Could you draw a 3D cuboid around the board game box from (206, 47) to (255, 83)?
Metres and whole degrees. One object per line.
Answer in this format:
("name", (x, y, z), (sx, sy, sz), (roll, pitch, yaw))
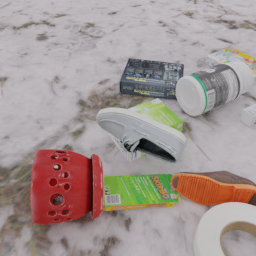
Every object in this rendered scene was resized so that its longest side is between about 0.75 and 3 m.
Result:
("board game box", (5.644, -3.225, 14.311), (1.837, 0.468, 2.733), (-27, 48, -27))

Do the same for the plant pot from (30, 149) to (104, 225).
("plant pot", (-1.624, 1.576, 7.789), (1.834, 2.014, 2.014), (-1, 41, -11))

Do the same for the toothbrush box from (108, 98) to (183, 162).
("toothbrush box", (0.605, 0.007, 10.292), (2.270, 0.977, 1.653), (-22, 46, -20))

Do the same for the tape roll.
("tape roll", (3.001, 3.121, 7.162), (2.619, 0.479, 2.619), (1, 41, 0))

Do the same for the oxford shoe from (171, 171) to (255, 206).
("oxford shoe", (2.611, 1.750, 8.548), (2.624, 0.936, 0.957), (12, 26, 4))

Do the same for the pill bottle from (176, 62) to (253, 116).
("pill bottle", (3.646, -1.726, 11.726), (2.972, 1.681, 1.681), (-21, 46, -23))

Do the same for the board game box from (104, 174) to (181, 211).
("board game box", (0.374, 1.919, 8.531), (2.283, 0.342, 1.090), (-3, 42, -8))

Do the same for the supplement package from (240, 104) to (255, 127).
("supplement package", (5.087, -0.548, 11.227), (1.000, 0.569, 0.548), (-22, 45, -22))

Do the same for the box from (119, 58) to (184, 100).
("box", (1.169, -2.348, 13.142), (2.802, 0.715, 2.209), (7, 41, 7))

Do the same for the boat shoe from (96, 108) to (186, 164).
("boat shoe", (0.301, 0.267, 8.624), (2.963, 1.034, 1.055), (19, 52, 7))
